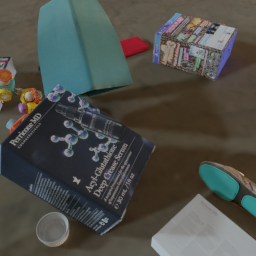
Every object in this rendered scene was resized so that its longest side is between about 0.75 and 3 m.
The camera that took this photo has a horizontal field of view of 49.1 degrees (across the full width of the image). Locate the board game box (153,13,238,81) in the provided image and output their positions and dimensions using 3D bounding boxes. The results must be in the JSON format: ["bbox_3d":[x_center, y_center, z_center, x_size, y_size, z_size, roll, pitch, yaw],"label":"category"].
[{"bbox_3d":[2.732,-3.409,11.524,2.730,1.322,2.177,23,51,20],"label":"board game box"}]

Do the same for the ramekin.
[{"bbox_3d":[-1.755,2.432,6.647,0.754,0.396,0.754,0,47,0],"label":"ramekin"}]

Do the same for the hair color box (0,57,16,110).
[{"bbox_3d":[-5.089,-1.633,10.249,1.218,0.746,2.461,-1,47,-1],"label":"hair color box"}]

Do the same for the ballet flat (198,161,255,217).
[{"bbox_3d":[2.980,1.623,7.274,2.451,0.834,0.824,38,36,25],"label":"ballet flat"}]

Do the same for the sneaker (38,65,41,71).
[{"bbox_3d":[-3.231,-2.918,11.454,0.496,0.763,1.321,25,51,22],"label":"sneaker"}]

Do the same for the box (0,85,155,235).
[{"bbox_3d":[-1.172,0.753,6.782,2.904,1.555,2.155,31,51,-2],"label":"box"}]

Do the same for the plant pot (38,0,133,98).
[{"bbox_3d":[-1.498,-2.478,8.763,2.062,2.917,2.061,-9,7,36],"label":"plant pot"}]

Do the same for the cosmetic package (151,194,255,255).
[{"bbox_3d":[1.877,2.778,6.192,1.671,0.573,2.216,-34,55,-26],"label":"cosmetic package"}]

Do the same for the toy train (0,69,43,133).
[{"bbox_3d":[-3.709,-0.862,8.922,2.886,0.803,2.168,36,41,1],"label":"toy train"}]

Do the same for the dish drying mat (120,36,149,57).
[{"bbox_3d":[-0.519,-3.349,12.230,2.826,0.257,1.085,-24,52,-22],"label":"dish drying mat"}]
